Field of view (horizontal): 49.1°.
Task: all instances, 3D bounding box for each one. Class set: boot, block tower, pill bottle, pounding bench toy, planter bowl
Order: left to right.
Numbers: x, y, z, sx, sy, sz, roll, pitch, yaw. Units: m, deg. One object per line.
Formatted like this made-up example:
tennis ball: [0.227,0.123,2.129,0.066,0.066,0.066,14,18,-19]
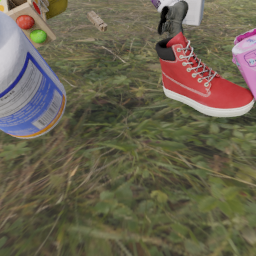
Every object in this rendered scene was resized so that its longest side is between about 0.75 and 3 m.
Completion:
pill bottle: [-2.374,-0.998,4.999,1.676,2.991,1.676,-3,70,8]
pounding bench toy: [-2.858,-2.949,8.072,1.330,2.141,1.670,-22,67,9]
planter bowl: [-2.615,-4.147,9.341,1.870,0.779,1.870,-17,34,12]
block tower: [-1.150,-3.929,10.284,0.251,0.268,0.928,-36,72,-27]
pill bottle: [1.143,-4.466,9.347,0.852,0.852,1.515,-33,88,-39]
boot: [1.252,-3.067,8.652,0.553,1.634,1.067,36,53,27]
boot: [1.573,-1.197,5.995,2.260,1.630,0.818,25,59,37]

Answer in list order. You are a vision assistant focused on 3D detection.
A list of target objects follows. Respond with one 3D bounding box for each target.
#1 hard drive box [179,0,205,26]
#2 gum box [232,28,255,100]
hard drive box: [2.118,-5.106,10.718,1.590,2.040,0.783,13,46,17]
gum box: [3.211,-1.316,4.907,2.432,1.380,0.804,-18,33,33]
